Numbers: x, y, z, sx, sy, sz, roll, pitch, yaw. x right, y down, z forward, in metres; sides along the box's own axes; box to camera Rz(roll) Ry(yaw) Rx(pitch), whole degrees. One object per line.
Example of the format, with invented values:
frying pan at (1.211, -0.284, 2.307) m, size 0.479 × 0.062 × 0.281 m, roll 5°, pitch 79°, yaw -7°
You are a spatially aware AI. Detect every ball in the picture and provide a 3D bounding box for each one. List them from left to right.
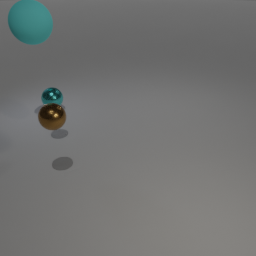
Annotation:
ball at (-3.190, -3.462, 9.197) m, size 1.400 × 1.400 × 1.400 m, roll 0°, pitch 28°, yaw 0°
ball at (-2.481, -0.983, 9.182) m, size 0.700 × 0.700 × 0.700 m, roll 0°, pitch 28°, yaw 0°
ball at (-1.923, -0.287, 7.120) m, size 0.700 × 0.700 × 0.700 m, roll 0°, pitch 28°, yaw 0°
